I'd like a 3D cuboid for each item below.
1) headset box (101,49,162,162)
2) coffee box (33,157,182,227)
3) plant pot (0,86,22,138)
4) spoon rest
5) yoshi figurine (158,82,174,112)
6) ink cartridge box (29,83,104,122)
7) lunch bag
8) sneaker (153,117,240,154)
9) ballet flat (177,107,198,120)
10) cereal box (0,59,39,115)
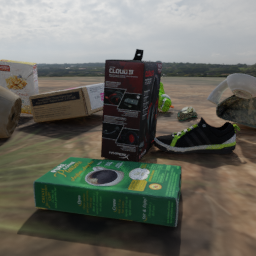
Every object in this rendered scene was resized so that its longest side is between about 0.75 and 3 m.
[{"bbox_3d":[0.141,-0.650,6.919,0.943,2.515,1.870,8,14,17],"label":"headset box"},{"bbox_3d":[-0.242,0.949,4.606,2.179,0.479,1.340,3,13,12],"label":"coffee box"},{"bbox_3d":[-4.329,-0.556,8.318,1.914,2.206,2.206,16,11,-8],"label":"plant pot"},{"bbox_3d":[3.434,-1.294,9.025,1.165,0.711,2.346,26,-10,-12],"label":"spoon rest"},{"bbox_3d":[1.296,-1.421,13.439,1.374,1.379,2.454,-17,17,-4],"label":"yoshi figurine"},{"bbox_3d":[-2.082,-1.102,11.383,2.387,1.088,2.897,-7,9,21],"label":"ink cartridge box"},{"bbox_3d":[4.616,-0.753,9.916,2.489,1.463,2.041,5,10,43],"label":"lunch bag"},{"bbox_3d":[1.727,0.141,7.189,2.153,0.892,0.772,0,13,1],"label":"sneaker"},{"bbox_3d":[2.464,-0.624,11.438,1.282,0.483,0.435,-12,16,-43],"label":"ballet flat"},{"bbox_3d":[-4.511,-1.685,11.616,1.556,2.162,0.427,7,26,8],"label":"cereal box"}]
